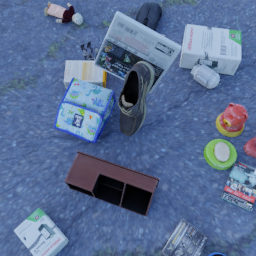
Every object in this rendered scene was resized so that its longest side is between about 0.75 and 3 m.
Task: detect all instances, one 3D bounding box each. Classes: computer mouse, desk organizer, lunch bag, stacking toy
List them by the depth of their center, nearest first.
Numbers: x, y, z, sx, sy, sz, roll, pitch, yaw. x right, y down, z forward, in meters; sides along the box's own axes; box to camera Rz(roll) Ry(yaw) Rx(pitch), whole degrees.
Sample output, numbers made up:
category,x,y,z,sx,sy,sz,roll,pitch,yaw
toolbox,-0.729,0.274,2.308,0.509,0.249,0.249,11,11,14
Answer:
category,x,y,z,sx,sy,sz,roll,pitch,yaw
desk organizer,-0.521,1.854,9.305,2.890,1.036,1.113,18,66,9
stacking toy,4.190,0.553,9.908,2.737,1.156,2.478,34,67,17
lunch bag,-1.614,-0.624,10.526,1.750,1.312,2.058,20,76,8
computer mouse,1.007,-5.137,13.200,1.751,0.666,2.528,10,63,6

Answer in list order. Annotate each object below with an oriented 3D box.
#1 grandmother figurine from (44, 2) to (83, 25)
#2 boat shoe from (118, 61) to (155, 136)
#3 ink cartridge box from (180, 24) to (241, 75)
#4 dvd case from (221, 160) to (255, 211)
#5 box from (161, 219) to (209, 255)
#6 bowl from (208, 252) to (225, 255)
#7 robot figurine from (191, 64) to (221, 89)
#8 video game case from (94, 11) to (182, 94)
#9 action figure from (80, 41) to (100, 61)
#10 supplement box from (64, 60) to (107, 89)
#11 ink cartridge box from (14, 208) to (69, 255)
category,x,y,z,sx,sy,sz,roll,pitch,yaw
grandmother figurine,-3.015,-5.498,13.498,1.900,0.575,1.152,25,90,9
boat shoe,0.067,-0.928,9.582,1.025,2.752,1.009,26,31,27
ink cartridge box,3.529,-3.399,12.082,2.383,1.002,1.739,10,63,5
dvd case,3.918,1.941,9.548,1.039,0.157,1.423,22,77,17
box,1.791,3.652,8.744,0.989,0.302,1.248,32,67,16
bowl,2.765,4.241,8.514,0.846,0.166,0.846,0,62,0
robot figurine,3.240,-2.118,11.572,1.266,0.715,1.074,40,46,18
video game case,0.267,-2.507,9.754,2.413,2.194,0.282,25,45,-10
action figure,-1.621,-3.182,12.153,0.724,0.621,1.218,-21,73,-22
supplement box,-1.750,-2.197,11.629,1.680,0.618,1.059,1,68,0
ink cartridge box,-2.680,3.369,8.741,1.358,0.571,0.991,40,69,19
